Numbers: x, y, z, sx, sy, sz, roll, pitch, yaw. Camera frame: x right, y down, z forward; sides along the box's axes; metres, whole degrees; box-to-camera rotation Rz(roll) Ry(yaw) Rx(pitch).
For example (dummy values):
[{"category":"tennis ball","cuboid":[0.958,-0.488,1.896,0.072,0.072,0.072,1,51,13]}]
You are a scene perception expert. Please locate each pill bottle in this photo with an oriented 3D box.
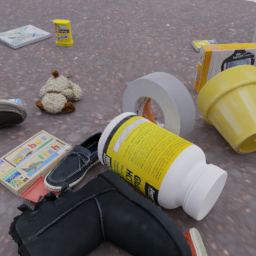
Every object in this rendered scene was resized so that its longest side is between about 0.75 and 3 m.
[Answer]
[{"category":"pill bottle","cuboid":[0.731,0.829,6.424,2.728,1.534,1.534,30,48,32]}]

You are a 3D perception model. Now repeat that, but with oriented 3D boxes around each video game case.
[{"category":"video game case","cuboid":[-5.235,-4.584,13.954,1.859,0.224,2.040,31,49,31]}]

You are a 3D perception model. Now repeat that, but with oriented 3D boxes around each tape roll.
[{"category":"tape roll","cuboid":[0.774,-0.438,7.487,0.664,2.009,2.009,-27,46,-37]}]

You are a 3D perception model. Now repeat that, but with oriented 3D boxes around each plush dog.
[{"category":"plush dog","cuboid":[-2.340,-1.063,9.208,1.486,1.192,1.276,1,63,1]}]

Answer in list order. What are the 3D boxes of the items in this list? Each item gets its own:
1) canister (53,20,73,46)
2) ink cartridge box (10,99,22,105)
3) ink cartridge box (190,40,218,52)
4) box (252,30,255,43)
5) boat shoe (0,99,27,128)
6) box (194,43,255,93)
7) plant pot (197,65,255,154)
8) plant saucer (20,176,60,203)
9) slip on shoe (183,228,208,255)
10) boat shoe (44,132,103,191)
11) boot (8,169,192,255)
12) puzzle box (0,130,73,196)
[{"category":"canister","cuboid":[-3.047,-4.463,13.140,0.807,1.087,0.470,9,40,11]},{"category":"ink cartridge box","cuboid":[-3.775,-0.602,8.919,0.755,0.551,0.318,-6,40,-7]},{"category":"ink cartridge box","cuboid":[3.627,-3.931,13.163,1.120,0.266,1.133,-5,42,-6]},{"category":"box","cuboid":[6.437,-4.193,12.903,1.128,0.966,1.123,21,44,23]},{"category":"boat shoe","cuboid":[-4.253,-0.180,8.266,2.556,0.952,0.937,-5,49,7]},{"category":"box","cuboid":[3.837,-2.114,9.882,2.772,1.650,0.575,-5,39,-7]},{"category":"plant pot","cuboid":[3.182,-0.396,7.748,1.979,1.979,1.861,-10,56,-12]},{"category":"plant saucer","cuboid":[-1.981,1.516,6.617,0.782,0.144,0.783,15,32,17]},{"category":"slip on shoe","cuboid":[1.309,2.538,5.330,0.367,0.444,1.200,-32,44,22]},{"category":"boat shoe","cuboid":[-1.238,0.780,7.099,0.802,0.669,2.148,26,44,29]},{"category":"boot","cuboid":[-0.667,2.090,5.267,2.431,1.098,2.967,-25,39,-30]},{"category":"puzzle box","cuboid":[-2.557,0.837,7.435,1.248,0.238,1.876,24,46,27]}]
